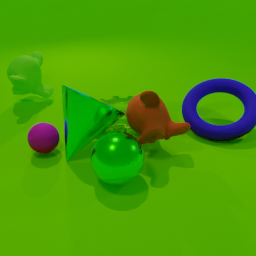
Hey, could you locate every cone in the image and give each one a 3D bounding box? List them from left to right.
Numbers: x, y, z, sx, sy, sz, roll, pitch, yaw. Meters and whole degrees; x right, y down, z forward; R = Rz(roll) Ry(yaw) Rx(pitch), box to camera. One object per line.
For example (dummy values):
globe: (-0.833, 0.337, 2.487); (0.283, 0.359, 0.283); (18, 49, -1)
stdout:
cone: (-1.054, 0.055, 6.189); (1.507, 1.512, 1.507); (24, 1, -1)

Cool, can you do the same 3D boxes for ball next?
ball: (-1.909, 0.224, 6.343); (0.701, 0.701, 0.701); (0, 30, 0)
ball: (-0.204, 0.582, 5.469); (1.055, 1.055, 1.055); (0, 30, 0)

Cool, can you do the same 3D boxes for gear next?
gear: (-0.166, -0.333, 7.710); (1.930, 0.357, 1.930); (0, 31, 0)

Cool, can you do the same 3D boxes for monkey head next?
monkey head: (-2.949, -1.574, 8.615); (1.379, 1.155, 1.917); (18, 37, -5)
monkey head: (0.642, -0.265, 6.272); (1.351, 1.132, 1.878); (-10, -8, 0)

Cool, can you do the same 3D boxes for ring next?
ring: (2.389, -0.519, 7.280); (1.958, 0.392, 1.958); (-7, 55, 10)
